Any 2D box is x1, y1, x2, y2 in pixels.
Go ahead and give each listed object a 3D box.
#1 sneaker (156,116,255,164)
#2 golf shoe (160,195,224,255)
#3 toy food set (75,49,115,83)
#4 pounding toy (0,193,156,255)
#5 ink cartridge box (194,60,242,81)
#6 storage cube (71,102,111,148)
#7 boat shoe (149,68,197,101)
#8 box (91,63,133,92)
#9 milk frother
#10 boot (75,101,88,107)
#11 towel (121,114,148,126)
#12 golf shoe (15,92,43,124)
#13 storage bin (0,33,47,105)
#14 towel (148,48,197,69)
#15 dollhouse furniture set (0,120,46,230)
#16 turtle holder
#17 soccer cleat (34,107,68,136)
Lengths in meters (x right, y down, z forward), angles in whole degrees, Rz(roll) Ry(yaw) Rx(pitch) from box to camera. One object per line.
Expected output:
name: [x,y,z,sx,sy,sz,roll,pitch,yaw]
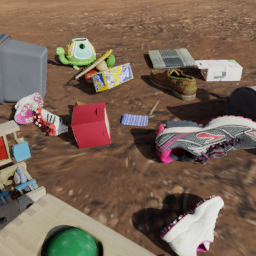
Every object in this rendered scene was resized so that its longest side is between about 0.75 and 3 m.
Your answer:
sneaker: [2.109,0.433,7.312,2.756,1.111,1.029,-6,46,15]
golf shoe: [1.399,1.922,5.453,1.707,0.643,0.781,-21,64,-36]
toy food set: [-1.199,-2.489,12.065,1.593,0.885,2.708,-31,18,19]
pounding toy: [-0.979,2.062,3.387,2.203,2.393,1.701,19,37,28]
ink cartridge box: [3.901,-2.543,12.368,1.853,0.624,1.085,0,32,-1]
storage cube: [-1.023,-0.067,7.962,0.929,1.033,0.883,-8,42,1]
boat shoe: [1.814,-1.998,11.267,0.925,0.875,2.572,-21,38,-29]
box: [-0.562,-2.026,11.019,0.634,0.691,1.971,-7,17,32]
milk frother: [4.659,-0.964,7.514,2.791,2.968,2.678,-11,24,-17]
boot: [-1.347,-0.650,9.619,0.843,0.401,1.089,3,14,-26]
towel: [0.228,-0.270,9.259,0.846,0.101,0.613,5,33,7]
golf shoe: [-3.469,-0.599,9.420,0.793,0.653,1.733,-10,28,11]
storage bin: [-3.831,-2.051,10.225,1.606,2.391,1.740,8,31,-9]
towel: [2.176,-3.487,14.228,2.163,0.388,2.246,-4,34,-1]
dollhouse furniture set: [-2.551,0.988,5.750,1.192,1.700,1.198,-23,39,-32]
turtle holder: [-2.450,-3.637,13.524,1.760,1.250,1.337,4,33,5]
soccer cleat: [-2.463,-0.226,8.860,0.657,0.530,1.543,-10,32,-38]
